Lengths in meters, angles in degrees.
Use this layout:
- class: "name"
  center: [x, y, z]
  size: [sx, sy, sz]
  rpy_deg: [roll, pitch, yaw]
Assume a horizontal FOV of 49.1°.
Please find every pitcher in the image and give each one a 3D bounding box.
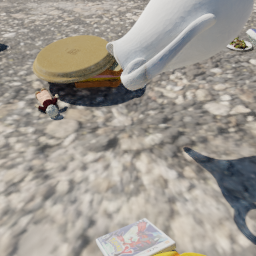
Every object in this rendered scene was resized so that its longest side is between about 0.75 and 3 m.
- class: "pitcher"
  center: [0.928, -1.711, 5.040]
  size: [2.648, 1.605, 2.271]
  rpy_deg: [-34, 24, 10]

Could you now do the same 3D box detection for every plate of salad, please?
- class: "plate of salad"
  center: [4.346, -3.358, 11.071]
  size: [1.086, 0.261, 1.086]
  rpy_deg: [1, 38, -1]

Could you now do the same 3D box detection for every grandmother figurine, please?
- class: "grandmother figurine"
  center: [-2.194, -0.692, 7.675]
  size: [0.684, 0.341, 1.127]
  rpy_deg: [-37, 48, -1]

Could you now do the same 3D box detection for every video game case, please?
- class: "video game case"
  center: [0.082, 1.762, 4.287]
  size: [0.936, 0.118, 1.027]
  rpy_deg: [-16, 8, -20]

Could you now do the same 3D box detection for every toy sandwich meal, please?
- class: "toy sandwich meal"
  center: [-1.517, -1.988, 8.864]
  size: [2.898, 0.992, 2.898]
  rpy_deg: [-5, 43, 4]

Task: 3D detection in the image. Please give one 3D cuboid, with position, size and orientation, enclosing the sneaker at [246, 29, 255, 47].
- class: "sneaker"
  center: [5.498, -3.374, 10.034]
  size: [1.529, 0.841, 2.088]
  rpy_deg: [-43, 48, 14]

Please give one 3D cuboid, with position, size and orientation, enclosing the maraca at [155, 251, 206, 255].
- class: "maraca"
  center: [1.027, 2.248, 3.142]
  size: [2.497, 1.336, 1.712]
  rpy_deg: [18, 8, 1]
